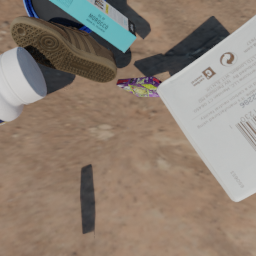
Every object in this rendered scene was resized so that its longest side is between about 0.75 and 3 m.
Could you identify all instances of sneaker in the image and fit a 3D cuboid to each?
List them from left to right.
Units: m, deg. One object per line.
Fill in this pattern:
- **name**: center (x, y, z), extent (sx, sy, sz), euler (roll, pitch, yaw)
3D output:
- **sneaker**: center (-1.502, -2.029, 6.952), extent (2.769, 0.975, 1.046), euler (22, 46, -36)

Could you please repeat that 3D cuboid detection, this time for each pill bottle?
- **pill bottle**: center (-3.195, -0.706, 6.059), extent (2.564, 1.535, 1.535), euler (-21, 67, 6)

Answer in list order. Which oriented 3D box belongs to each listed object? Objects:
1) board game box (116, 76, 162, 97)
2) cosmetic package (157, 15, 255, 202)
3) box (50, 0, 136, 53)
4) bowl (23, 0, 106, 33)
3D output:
- **board game box**: center (0.403, -0.933, 6.486), extent (1.310, 0.786, 0.212), euler (9, 75, 53)
- **cosmetic package**: center (2.407, -0.130, 5.589), extent (2.380, 2.844, 2.365), euler (-35, 67, 8)
- **box**: center (-0.675, -2.415, 5.899), extent (1.840, 0.452, 0.757), euler (30, 34, -24)
- **bowl**: center (-1.658, -3.450, 7.410), extent (2.142, 2.142, 0.420), euler (-19, 35, -8)
